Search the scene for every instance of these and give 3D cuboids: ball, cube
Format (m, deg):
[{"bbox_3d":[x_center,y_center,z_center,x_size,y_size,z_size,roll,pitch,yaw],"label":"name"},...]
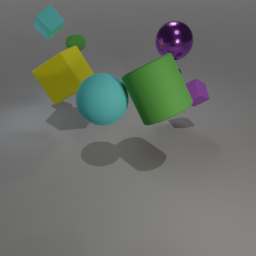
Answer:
[{"bbox_3d":[1.718,-3.235,10.420,1.400,1.400,1.400,0,29,0],"label":"ball"},{"bbox_3d":[-2.733,-3.628,9.693,0.700,0.700,0.700,-49,12,-21],"label":"cube"},{"bbox_3d":[-2.273,-1.939,10.210,1.400,1.400,1.400,-26,17,23],"label":"cube"},{"bbox_3d":[-0.684,-0.765,7.519,1.400,1.400,1.400,0,29,0],"label":"ball"},{"bbox_3d":[2.489,-1.302,10.415,0.700,0.700,0.700,11,-29,-45],"label":"cube"}]

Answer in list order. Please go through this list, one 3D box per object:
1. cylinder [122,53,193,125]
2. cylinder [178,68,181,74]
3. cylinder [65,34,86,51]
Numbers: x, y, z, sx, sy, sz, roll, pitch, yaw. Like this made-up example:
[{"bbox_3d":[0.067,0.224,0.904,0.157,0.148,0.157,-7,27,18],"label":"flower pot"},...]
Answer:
[{"bbox_3d":[0.750,-0.988,7.225,1.400,1.400,1.400,-26,9,4],"label":"cylinder"},{"bbox_3d":[1.646,-2.137,11.215,0.700,0.700,0.700,11,23,-25],"label":"cylinder"},{"bbox_3d":[-2.356,-3.816,12.583,0.700,0.700,0.700,-19,21,-31],"label":"cylinder"}]
